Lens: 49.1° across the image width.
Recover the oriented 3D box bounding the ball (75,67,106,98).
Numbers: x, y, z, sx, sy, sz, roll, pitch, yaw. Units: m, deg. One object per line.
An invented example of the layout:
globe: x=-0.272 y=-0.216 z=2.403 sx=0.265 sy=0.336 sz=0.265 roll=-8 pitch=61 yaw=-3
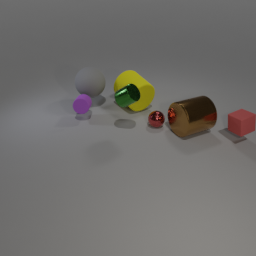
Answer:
ball: x=-1.731 y=-2.094 z=12.855 sx=1.400 sy=1.400 sz=1.400 roll=0 pitch=31 yaw=0

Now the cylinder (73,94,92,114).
cylinder: x=-1.951 y=-1.027 z=11.992 sx=0.700 sy=0.700 sz=0.700 roll=1 pitch=21 yaw=2

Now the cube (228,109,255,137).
cube: x=4.224 y=-0.208 z=10.425 sx=0.700 sy=0.700 sz=0.700 roll=-20 pitch=29 yaw=-18

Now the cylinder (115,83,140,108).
cylinder: x=-0.019 y=-1.196 z=10.357 sx=0.700 sy=0.700 sz=0.700 roll=-24 pitch=11 yaw=42

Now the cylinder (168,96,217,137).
cylinder: x=2.520 y=-0.470 z=11.063 sx=1.400 sy=1.400 sz=1.400 roll=-15 pitch=34 yaw=-23

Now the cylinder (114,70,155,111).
cylinder: x=0.275 y=-1.709 z=12.793 sx=1.400 sy=1.400 sz=1.400 roll=-19 pitch=46 yaw=-28

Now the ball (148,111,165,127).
ball: x=1.178 y=-0.373 z=11.600 sx=0.700 sy=0.700 sz=0.700 roll=0 pitch=31 yaw=0
